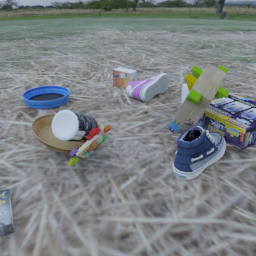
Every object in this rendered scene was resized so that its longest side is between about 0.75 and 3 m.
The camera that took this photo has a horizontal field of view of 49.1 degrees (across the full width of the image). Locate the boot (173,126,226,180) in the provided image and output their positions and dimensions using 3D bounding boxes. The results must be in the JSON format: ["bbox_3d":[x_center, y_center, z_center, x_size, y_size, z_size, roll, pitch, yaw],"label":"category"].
[{"bbox_3d":[2.236,0.422,8.242,0.951,1.181,2.613,18,32,32],"label":"boot"}]

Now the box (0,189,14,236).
[{"bbox_3d":[-3.114,1.939,6.246,0.979,0.299,1.237,-11,29,-20],"label":"box"}]

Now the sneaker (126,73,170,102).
[{"bbox_3d":[0.909,-2.127,13.568,1.478,0.940,2.592,16,31,35],"label":"sneaker"}]

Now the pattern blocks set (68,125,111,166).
[{"bbox_3d":[-1.047,0.497,7.750,0.143,1.547,1.760,47,11,9],"label":"pattern blocks set"}]

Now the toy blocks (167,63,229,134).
[{"bbox_3d":[2.240,-0.858,9.222,1.353,1.852,2.709,33,44,8],"label":"toy blocks"}]

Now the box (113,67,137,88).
[{"bbox_3d":[-0.176,-2.586,14.499,1.119,0.852,0.595,18,32,31],"label":"box"}]

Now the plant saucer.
[{"bbox_3d":[-2.018,0.227,9.058,2.176,0.385,2.176,15,26,-8],"label":"plant saucer"}]

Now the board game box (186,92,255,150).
[{"bbox_3d":[3.865,-0.412,10.330,2.315,0.794,2.800,-17,31,-26],"label":"board game box"}]

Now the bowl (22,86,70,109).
[{"bbox_3d":[-3.677,-1.406,12.691,2.053,0.403,2.053,0,27,0],"label":"bowl"}]

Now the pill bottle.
[{"bbox_3d":[-1.478,-0.012,8.526,0.895,0.895,1.684,11,-1,21],"label":"pill bottle"}]

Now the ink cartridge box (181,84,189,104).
[{"bbox_3d":[3.061,-1.393,12.109,1.229,0.902,0.897,-6,27,-14],"label":"ink cartridge box"}]
